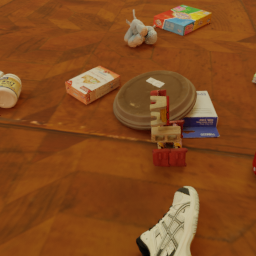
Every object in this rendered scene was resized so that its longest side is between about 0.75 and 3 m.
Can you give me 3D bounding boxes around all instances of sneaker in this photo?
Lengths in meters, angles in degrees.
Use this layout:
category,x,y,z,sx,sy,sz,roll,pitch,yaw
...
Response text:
category,x,y,z,sx,sy,sz,roll,pitch,yaw
sneaker,0.760,2.132,5.592,1.117,0.964,2.548,10,42,12

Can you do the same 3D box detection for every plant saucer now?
category,x,y,z,sx,sy,sz,roll,pitch,yaw
plant saucer,0.811,-1.050,9.158,2.794,0.412,2.794,-11,42,10

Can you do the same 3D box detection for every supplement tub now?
category,x,y,z,sx,sy,sz,roll,pitch,yaw
supplement tub,-4.130,-1.297,9.626,0.802,0.802,1.110,-4,40,-4

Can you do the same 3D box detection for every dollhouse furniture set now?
category,x,y,z,sx,sy,sz,roll,pitch,yaw
dollhouse furniture set,1.056,-0.097,7.182,0.896,2.204,1.186,-1,45,6

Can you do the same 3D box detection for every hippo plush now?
category,x,y,z,sx,sy,sz,roll,pitch,yaw
hippo plush,0.633,-4.381,13.148,1.275,1.264,1.586,6,49,-42

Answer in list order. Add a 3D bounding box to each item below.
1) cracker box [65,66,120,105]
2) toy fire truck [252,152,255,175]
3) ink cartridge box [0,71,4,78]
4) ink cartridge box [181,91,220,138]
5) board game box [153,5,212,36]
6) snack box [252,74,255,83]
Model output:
category,x,y,z,sx,sy,sz,roll,pitch,yaw
cracker box,-1.258,-1.606,10.213,1.133,0.488,1.691,31,51,31
toy fire truck,4.102,0.589,7.351,1.628,1.190,1.849,2,30,3
ink cartridge box,-5.162,-1.351,9.782,1.145,0.671,1.585,7,43,7
ink cartridge box,1.785,-0.495,9.011,1.954,0.431,1.990,-1,40,-2
board game box,2.933,-5.827,15.014,1.973,0.520,2.579,32,50,31
snack box,5.400,-1.845,10.639,1.094,0.290,0.778,25,47,26
